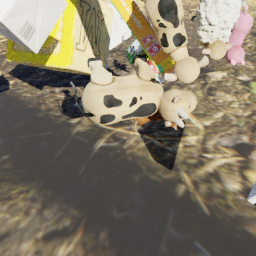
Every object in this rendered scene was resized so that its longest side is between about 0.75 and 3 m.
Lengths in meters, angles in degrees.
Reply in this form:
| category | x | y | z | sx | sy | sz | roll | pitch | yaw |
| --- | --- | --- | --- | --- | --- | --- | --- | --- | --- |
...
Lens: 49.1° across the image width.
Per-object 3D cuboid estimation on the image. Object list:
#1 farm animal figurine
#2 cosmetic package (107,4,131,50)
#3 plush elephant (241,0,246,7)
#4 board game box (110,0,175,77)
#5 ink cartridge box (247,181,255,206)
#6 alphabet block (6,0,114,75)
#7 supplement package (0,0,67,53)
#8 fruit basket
| category | x | y | z | sx | sy | sz | roll | pitch | yaw |
| --- | --- | --- | --- | --- | --- | --- | --- | --- | --- |
| farm animal figurine | 0.683 | -0.865 | 4.282 | 2.165 | 2.681 | 1.348 | 21 | 37 | -37 |
| cosmetic package | -0.670 | -3.629 | 10.010 | 1.030 | 1.029 | 1.249 | 29 | 55 | 28 |
| plush elephant | 1.926 | -2.443 | 5.533 | 0.695 | 0.653 | 0.844 | 39 | 84 | 13 |
| board game box | -0.030 | -2.108 | 4.900 | 0.411 | 2.740 | 1.309 | -37 | 5 | 13 |
| ink cartridge box | 2.510 | 0.078 | 3.906 | 0.457 | 1.159 | 2.330 | 35 | 57 | 8 |
| alphabet block | -1.648 | -2.411 | 7.135 | 1.875 | 1.885 | 1.920 | 9 | 8 | 19 |
| supplement package | -1.794 | -1.860 | 3.833 | 1.491 | 0.893 | 0.904 | 29 | -4 | 14 |
| fruit basket | 0.588 | -1.815 | 7.436 | 0.647 | 1.279 | 1.381 | -9 | 65 | -45 |
